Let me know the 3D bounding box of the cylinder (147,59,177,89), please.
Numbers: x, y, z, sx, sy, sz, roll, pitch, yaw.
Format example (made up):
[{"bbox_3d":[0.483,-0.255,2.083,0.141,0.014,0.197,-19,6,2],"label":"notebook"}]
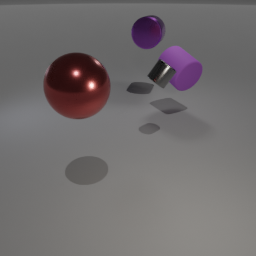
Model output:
[{"bbox_3d":[1.098,-1.764,9.118,0.700,0.700,0.700,35,14,-10],"label":"cylinder"}]

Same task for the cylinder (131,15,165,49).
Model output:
[{"bbox_3d":[0.978,-4.498,13.097,1.400,1.400,1.400,6,25,12],"label":"cylinder"}]

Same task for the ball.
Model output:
[{"bbox_3d":[-1.067,-0.879,5.935,1.400,1.400,1.400,0,27,0],"label":"ball"}]

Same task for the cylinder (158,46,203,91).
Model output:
[{"bbox_3d":[2.163,-2.518,11.833,1.400,1.400,1.400,-15,48,-27],"label":"cylinder"}]
